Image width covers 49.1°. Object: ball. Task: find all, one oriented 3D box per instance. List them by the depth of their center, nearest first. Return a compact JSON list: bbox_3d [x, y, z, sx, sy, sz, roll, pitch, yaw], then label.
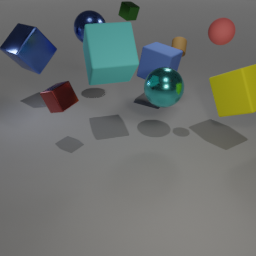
[{"bbox_3d":[2.508,-2.586,7.511,0.700,0.700,0.700,0,28,0],"label":"ball"},{"bbox_3d":[1.252,-1.413,9.768,1.400,1.400,1.400,0,28,0],"label":"ball"},{"bbox_3d":[-1.615,-4.277,11.975,1.400,1.400,1.400,0,28,0],"label":"ball"}]

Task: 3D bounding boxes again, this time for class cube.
[{"bbox_3d":[-2.059,-0.926,8.434,0.700,0.700,0.700,-1,32,45],"label":"cube"},{"bbox_3d":[-0.589,-2.281,8.738,1.400,1.400,1.400,-8,-10,-13],"label":"cube"},{"bbox_3d":[3.825,-1.264,9.301,1.400,1.400,1.400,-19,5,-28],"label":"cube"},{"bbox_3d":[-4.206,-3.363,11.901,1.400,1.400,1.400,24,77,35],"label":"cube"},{"bbox_3d":[1.428,-2.897,12.619,1.400,1.400,1.400,26,34,20],"label":"cube"},{"bbox_3d":[0.050,-5.941,14.226,0.700,0.700,0.700,-22,55,-40],"label":"cube"}]

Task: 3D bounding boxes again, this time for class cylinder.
[{"bbox_3d":[2.405,-3.823,13.259,0.700,0.700,0.700,7,73,13],"label":"cylinder"}]
